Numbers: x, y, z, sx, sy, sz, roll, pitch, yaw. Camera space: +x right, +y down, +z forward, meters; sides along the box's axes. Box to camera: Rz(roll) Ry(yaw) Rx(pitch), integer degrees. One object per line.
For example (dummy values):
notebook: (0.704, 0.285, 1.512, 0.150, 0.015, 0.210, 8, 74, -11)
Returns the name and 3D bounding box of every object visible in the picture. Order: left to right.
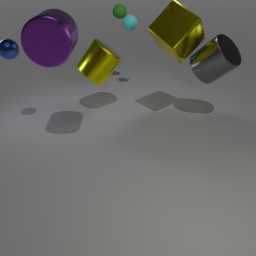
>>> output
ball: (-4.152, -2.733, 9.731, 0.700, 0.700, 0.700, 0, 29, 0)
cylinder: (-2.238, -2.661, 8.217, 1.400, 1.400, 1.400, -1, 30, -1)
cylinder: (-1.213, -2.753, 11.792, 1.400, 1.400, 1.400, 35, 19, -14)
ball: (-0.410, -5.756, 13.823, 0.700, 0.700, 0.700, 0, 29, 0)
ball: (0.092, -4.935, 13.160, 0.700, 0.700, 0.700, 0, 29, 0)
cube: (1.846, -3.552, 10.488, 1.400, 1.400, 1.400, 47, 8, 23)
cylinder: (3.371, -2.643, 10.847, 1.400, 1.400, 1.400, -31, -2, -42)
